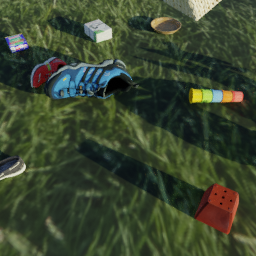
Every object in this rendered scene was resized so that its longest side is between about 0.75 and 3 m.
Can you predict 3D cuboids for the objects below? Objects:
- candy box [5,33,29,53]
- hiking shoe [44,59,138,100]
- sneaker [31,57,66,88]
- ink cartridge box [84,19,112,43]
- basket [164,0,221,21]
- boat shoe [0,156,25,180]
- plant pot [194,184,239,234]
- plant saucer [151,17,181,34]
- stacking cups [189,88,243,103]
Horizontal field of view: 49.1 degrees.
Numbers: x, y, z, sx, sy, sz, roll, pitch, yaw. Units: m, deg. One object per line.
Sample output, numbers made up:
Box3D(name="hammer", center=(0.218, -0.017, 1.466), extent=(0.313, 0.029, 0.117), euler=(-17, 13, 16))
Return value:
Box3D(name="candy box", center=(-4.559, -3.491, 11.487), extent=(0.708, 0.323, 0.838), euler=(-23, 50, -18))
Box3D(name="hiking shoe", center=(-1.221, -1.477, 9.093), extent=(2.924, 1.088, 1.268), euler=(-20, 49, -17))
Box3D(name="sneaker", center=(-2.773, -1.971, 9.894), extent=(0.704, 0.638, 1.657), euler=(23, 51, 14))
Box3D(name="ink cartridge box", center=(-1.296, -4.172, 12.033), extent=(0.773, 0.445, 1.059), euler=(-28, 53, -24))
Box3D(name="basket", center=(1.755, -4.610, 8.010), extent=(1.652, 2.054, 2.036), euler=(-42, 52, 5))
Box3D(name="boat shoe", center=(-3.370, 1.133, 7.119), extent=(1.443, 0.435, 0.533), euler=(-21, 50, -18))
Box3D(name="plant pot", center=(2.081, 1.750, 6.360), extent=(0.812, 0.716, 0.812), euler=(22, 52, 19))
Box3D(name="plant saucer", center=(1.685, -4.528, 12.506), extent=(1.338, 0.237, 1.338), euler=(0, 47, 0))
Box3D(name="stacking cups", center=(2.870, -1.006, 9.112), extent=(1.676, 0.507, 0.507), euler=(3, 47, -1))
